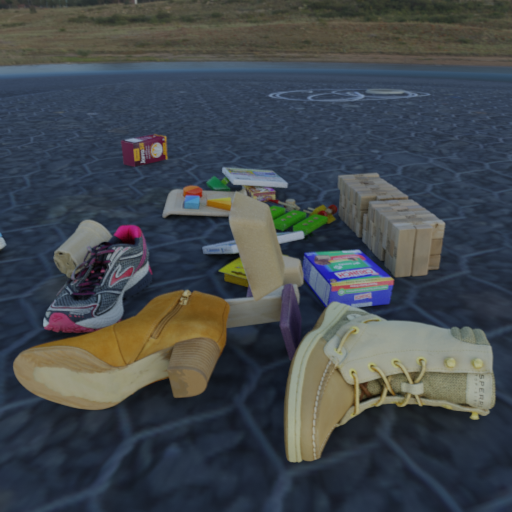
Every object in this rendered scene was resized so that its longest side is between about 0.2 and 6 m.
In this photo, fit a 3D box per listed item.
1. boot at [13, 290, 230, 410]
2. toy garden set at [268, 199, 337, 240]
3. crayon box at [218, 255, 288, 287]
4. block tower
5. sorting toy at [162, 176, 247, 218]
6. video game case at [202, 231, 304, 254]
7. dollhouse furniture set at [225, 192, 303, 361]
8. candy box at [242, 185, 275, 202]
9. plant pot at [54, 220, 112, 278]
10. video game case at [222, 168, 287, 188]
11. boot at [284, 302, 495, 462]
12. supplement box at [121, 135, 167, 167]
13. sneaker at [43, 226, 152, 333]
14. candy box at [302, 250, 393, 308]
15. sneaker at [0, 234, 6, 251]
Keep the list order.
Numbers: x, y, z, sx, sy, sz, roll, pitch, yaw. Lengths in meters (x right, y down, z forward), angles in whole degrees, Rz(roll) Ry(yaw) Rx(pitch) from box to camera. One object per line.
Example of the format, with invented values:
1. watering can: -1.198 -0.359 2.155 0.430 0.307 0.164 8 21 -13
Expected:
1. boot: -1.445 0.975 6.518 2.213 0.779 1.584 0 26 4
2. toy garden set: 0.652 -0.774 11.361 1.766 0.352 1.472 15 29 33
3. crayon box: -0.034 0.232 9.034 0.694 0.278 1.093 14 26 30
4. block tower: 2.388 -0.679 10.419 0.874 0.936 3.237 -4 25 -8
5. sorting toy: -1.128 -1.402 12.740 1.825 0.363 2.468 -2 23 -3
6. video game case: -0.071 -0.223 9.752 1.381 0.152 1.259 -12 5 -27
7. dollhouse furniture set: -0.355 0.067 7.040 1.509 2.126 1.684 -7 37 13
8. candy box: 0.050 -1.501 13.123 0.543 0.263 0.931 -6 22 -15
9. plant pot: -2.852 -0.049 9.183 0.831 0.831 0.761 12 37 27
10. video game case: -0.049 -1.872 13.402 1.320 0.146 1.201 1 22 -17
11. boot: 1.419 1.320 5.753 1.934 0.906 2.488 8 21 19
12. supplement box: -3.224 -3.060 16.220 0.541 0.697 1.263 18 29 36
13. sneaker: -2.270 0.327 8.016 0.979 0.906 2.427 4 24 9
14. candy box: 1.354 0.338 8.535 0.994 0.453 1.175 -4 25 -16
15. sneaker: -5.886 -0.706 9.901 2.926 1.316 1.147 3 23 8
